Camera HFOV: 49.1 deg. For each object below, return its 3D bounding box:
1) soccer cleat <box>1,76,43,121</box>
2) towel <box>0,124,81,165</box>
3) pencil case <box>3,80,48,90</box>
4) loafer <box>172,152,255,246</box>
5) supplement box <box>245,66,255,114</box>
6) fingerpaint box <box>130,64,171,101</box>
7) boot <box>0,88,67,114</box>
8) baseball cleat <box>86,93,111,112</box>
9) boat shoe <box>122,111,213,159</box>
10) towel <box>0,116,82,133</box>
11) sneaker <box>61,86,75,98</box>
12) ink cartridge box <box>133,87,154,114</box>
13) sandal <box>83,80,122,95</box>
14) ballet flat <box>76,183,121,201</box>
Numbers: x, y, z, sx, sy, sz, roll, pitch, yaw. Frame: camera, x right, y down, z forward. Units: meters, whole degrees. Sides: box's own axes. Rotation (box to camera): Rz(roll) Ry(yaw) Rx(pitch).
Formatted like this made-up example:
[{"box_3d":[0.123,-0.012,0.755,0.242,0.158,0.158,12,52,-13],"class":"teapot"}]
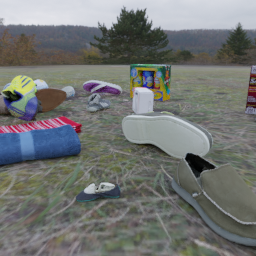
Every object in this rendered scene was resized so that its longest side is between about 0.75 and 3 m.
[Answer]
[{"box_3d":[-3.999,-1.298,10.218,1.250,0.966,2.988,23,18,-39],"class":"soccer cleat"},{"box_3d":[-2.430,0.400,7.125,2.351,0.571,1.313,-6,18,-20],"class":"towel"},{"box_3d":[-5.117,-1.877,14.201,1.117,1.023,2.462,-29,3,22],"class":"pencil case"},{"box_3d":[1.467,1.015,4.511,0.865,0.801,2.299,-8,18,-27],"class":"loafer"},{"box_3d":[5.462,-1.526,11.432,1.050,1.929,0.587,7,17,24],"class":"supplement box"},{"box_3d":[1.153,-2.468,15.005,2.173,1.813,0.797,12,20,37],"class":"fingerpaint box"},{"box_3d":[-4.489,-1.321,12.216,2.149,1.033,2.940,19,28,39],"class":"boot"},{"box_3d":[-1.215,-1.168,12.264,0.527,0.805,1.512,22,29,23],"class":"baseball cleat"},{"box_3d":[1.047,0.066,7.428,0.879,1.051,2.940,-19,20,-36],"class":"boat shoe"},{"box_3d":[-2.887,0.008,9.094,2.388,0.268,1.727,-11,18,-33],"class":"towel"},{"box_3d":[-3.696,-1.664,14.649,1.834,0.665,0.659,-14,45,-7],"class":"sneaker"},{"box_3d":[0.595,-1.077,11.518,0.593,1.019,1.399,-1,15,-11],"class":"ink cartridge box"},{"box_3d":[-1.576,-2.228,16.273,2.467,1.004,0.606,6,57,18],"class":"sandal"},{"box_3d":[-0.539,1.132,5.075,0.818,0.299,0.299,-3,16,-11],"class":"ballet flat"}]
